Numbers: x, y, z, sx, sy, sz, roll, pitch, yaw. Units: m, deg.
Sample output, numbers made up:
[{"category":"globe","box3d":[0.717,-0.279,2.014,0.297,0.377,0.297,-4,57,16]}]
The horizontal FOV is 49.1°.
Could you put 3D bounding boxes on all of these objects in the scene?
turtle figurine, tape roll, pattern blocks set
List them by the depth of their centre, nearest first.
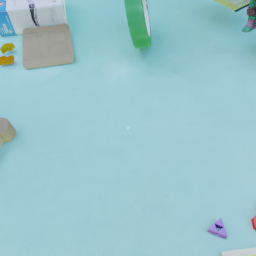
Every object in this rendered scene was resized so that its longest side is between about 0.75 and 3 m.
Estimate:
[{"category":"pattern blocks set","box3d":[2.461,2.876,4.886,2.514,0.232,2.860,-18,57,-12]},{"category":"turtle figurine","box3d":[3.213,-3.578,7.131,1.073,2.130,1.595,-21,23,4]},{"category":"tape roll","box3d":[0.300,-3.324,8.057,0.474,1.971,1.971,-7,54,11]}]

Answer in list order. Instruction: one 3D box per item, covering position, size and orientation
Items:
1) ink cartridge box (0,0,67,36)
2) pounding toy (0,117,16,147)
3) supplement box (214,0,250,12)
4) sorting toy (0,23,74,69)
[{"category":"ink cartridge box","box3d":[-3.187,-3.980,9.219,2.208,0.930,1.596,-9,56,-6]},{"category":"pounding toy","box3d":[-3.991,0.365,5.960,2.907,1.330,2.554,-31,61,-20]},{"category":"supplement box","box3d":[3.333,-4.606,8.713,1.328,0.892,1.329,13,85,-25]},{"category":"sorting toy","box3d":[-2.804,-2.457,8.596,2.185,0.292,1.628,-10,60,-7]}]
